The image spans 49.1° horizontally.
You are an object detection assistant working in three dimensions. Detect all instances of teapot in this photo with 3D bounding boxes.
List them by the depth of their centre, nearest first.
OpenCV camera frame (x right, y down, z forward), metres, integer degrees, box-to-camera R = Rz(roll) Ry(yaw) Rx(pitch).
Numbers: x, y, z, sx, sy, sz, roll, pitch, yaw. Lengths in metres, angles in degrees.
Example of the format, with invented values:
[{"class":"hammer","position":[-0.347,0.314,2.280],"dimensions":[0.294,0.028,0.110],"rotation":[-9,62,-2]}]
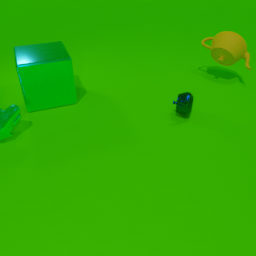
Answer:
[{"class":"teapot","position":[1.433,-0.639,7.344],"dimensions":[0.514,0.653,1.051],"rotation":[9,3,10]},{"class":"teapot","position":[3.108,-2.364,8.682],"dimensions":[1.774,1.103,0.869],"rotation":[31,77,16]}]

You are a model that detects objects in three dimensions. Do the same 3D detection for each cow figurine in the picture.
[{"class":"cow figurine","position":[-3.513,-0.086,6.390],"dimensions":[1.677,0.920,1.650],"rotation":[29,63,-4]}]

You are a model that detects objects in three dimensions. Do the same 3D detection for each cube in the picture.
[{"class":"cube","position":[-2.329,-1.483,7.900],"dimensions":[1.390,1.390,1.390],"rotation":[-13,38,-17]}]
